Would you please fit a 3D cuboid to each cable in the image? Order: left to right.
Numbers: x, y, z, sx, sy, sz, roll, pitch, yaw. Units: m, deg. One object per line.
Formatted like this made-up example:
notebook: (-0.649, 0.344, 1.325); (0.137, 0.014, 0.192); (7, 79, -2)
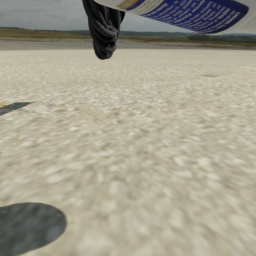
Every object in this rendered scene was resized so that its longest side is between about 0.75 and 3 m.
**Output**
cable: (-0.257, -2.251, 4.822); (0.667, 2.143, 2.627); (4, -10, 1)

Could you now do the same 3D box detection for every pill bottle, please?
pill bottle: (0.816, -1.826, 3.121); (2.333, 1.396, 1.396); (2, 15, -32)
